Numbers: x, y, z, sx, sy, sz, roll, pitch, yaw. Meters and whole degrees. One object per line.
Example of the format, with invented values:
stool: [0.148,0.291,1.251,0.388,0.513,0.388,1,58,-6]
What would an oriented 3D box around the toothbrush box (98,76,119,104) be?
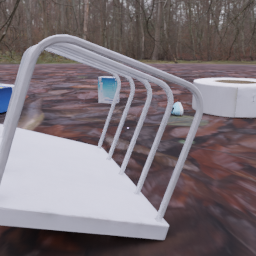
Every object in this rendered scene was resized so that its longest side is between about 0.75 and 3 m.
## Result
toothbrush box: [-0.778,-1.527,11.268,0.767,1.048,0.447,5,16,21]

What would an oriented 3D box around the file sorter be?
file sorter: [-0.666,-0.116,3.912,1.970,1.768,2.839,16,8,-24]

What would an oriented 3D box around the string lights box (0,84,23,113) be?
string lights box: [-5.130,-0.840,9.094,1.513,0.868,2.945,8,18,27]

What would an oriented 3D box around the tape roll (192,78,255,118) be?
tape roll: [3.800,-1.165,10.012,2.946,1.030,2.946,1,16,0]

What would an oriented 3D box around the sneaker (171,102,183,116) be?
sneaker: [1.578,-0.667,9.448,0.410,0.370,1.001,4,15,-2]
